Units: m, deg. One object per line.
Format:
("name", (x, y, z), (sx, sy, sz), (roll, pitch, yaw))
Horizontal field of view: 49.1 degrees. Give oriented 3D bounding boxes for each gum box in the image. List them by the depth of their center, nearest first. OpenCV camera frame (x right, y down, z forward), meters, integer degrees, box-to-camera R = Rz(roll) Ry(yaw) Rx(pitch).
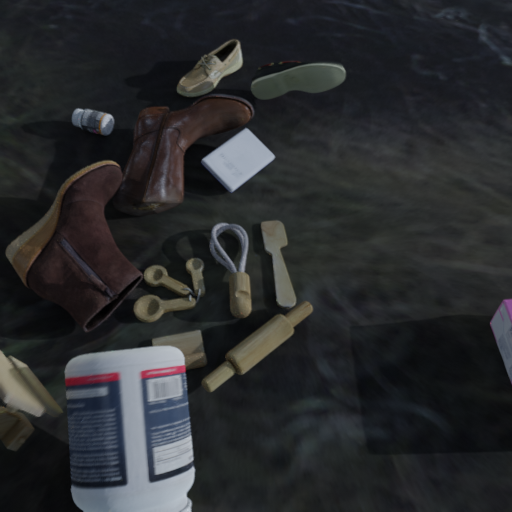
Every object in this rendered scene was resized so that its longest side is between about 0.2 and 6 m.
("gum box", (4.529, 1.636, 8.376), (1.279, 0.745, 2.254), (-4, 53, -1))

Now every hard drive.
("hard drive", (-0.353, -1.934, 11.270), (0.858, 0.165, 1.300), (46, 61, 5))

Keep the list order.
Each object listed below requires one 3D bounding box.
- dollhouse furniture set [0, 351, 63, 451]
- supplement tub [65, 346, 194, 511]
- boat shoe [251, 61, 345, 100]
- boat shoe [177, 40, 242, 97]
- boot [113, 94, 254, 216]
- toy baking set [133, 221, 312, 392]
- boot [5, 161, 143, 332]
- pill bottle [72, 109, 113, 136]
("dollhouse furniture set", (-3.408, 2.242, 6.979), (1.380, 1.611, 1.694), (32, 76, 37))
("supplement tub", (-1.570, 2.268, 7.033), (1.501, 1.501, 2.140), (-6, 80, -4))
("boat shoe", (0.913, -3.977, 12.281), (2.099, 0.768, 0.658), (-4, 55, 20))
("boat shoe", (-1.088, -4.383, 13.023), (0.720, 0.648, 1.996), (35, 60, 24))
("boot", (-1.362, -1.929, 10.992), (2.601, 0.896, 2.790), (-7, 49, 11))
("toy baking set", (-0.451, 0.601, 9.387), (3.467, 0.403, 2.661), (-31, 59, -21))
("boot", (-2.710, -0.233, 9.670), (2.223, 0.967, 2.673), (34, 71, 19))
("pill bottle", (-3.504, -2.882, 12.010), (0.789, 0.459, 0.459), (16, 54, 13))
